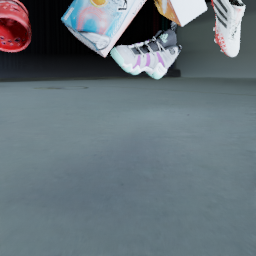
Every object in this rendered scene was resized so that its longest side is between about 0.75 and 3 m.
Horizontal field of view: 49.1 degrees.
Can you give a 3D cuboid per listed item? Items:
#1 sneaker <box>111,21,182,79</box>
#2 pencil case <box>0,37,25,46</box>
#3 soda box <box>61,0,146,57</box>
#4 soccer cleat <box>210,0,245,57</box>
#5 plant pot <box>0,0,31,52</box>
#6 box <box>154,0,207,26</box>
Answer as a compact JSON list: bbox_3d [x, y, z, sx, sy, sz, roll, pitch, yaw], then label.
[{"bbox_3d":[0.875,-2.903,9.883,2.993,2.094,1.163,-6,56,-54],"label":"sneaker"},{"bbox_3d":[-3.576,-2.607,8.336,0.945,0.442,0.429,-12,6,-38],"label":"pencil case"},{"bbox_3d":[-0.070,-2.838,5.510,0.875,2.752,0.941,36,3,5],"label":"soda box"},{"bbox_3d":[3.801,-4.016,10.371,0.963,2.806,1.195,-26,19,-24],"label":"soccer cleat"},{"bbox_3d":[-2.914,-2.545,6.850,1.043,1.043,0.949,-4,52,-16],"label":"plant pot"},{"bbox_3d":[1.296,-3.682,7.781,0.822,1.049,1.687,-34,36,6],"label":"box"}]
